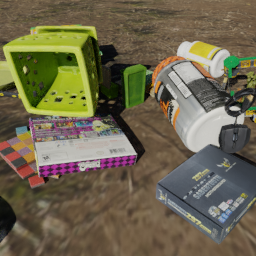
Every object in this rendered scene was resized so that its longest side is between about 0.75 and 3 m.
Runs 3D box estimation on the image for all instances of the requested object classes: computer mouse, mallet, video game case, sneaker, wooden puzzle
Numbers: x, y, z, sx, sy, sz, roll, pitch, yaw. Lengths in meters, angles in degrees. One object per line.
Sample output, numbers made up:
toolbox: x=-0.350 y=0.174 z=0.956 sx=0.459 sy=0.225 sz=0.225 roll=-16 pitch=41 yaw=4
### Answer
computer mouse: x=2.376 y=-0.017 z=6.062 sx=0.712 sy=2.429 sz=0.413 roll=-2 pitch=60 yaw=13
mallet: x=-3.812 y=-1.051 z=10.132 sx=2.250 sy=0.741 sz=0.463 roll=2 pitch=30 yaw=30
video game case: x=-1.301 y=0.335 z=7.629 sx=2.466 sy=0.442 sz=2.235 roll=-5 pitch=33 yaw=-23
sneaker: x=-2.483 y=-1.509 z=10.058 sx=0.995 sy=1.189 sz=2.686 roll=-13 pitch=35 yaw=-16
wooden puzzle: x=-2.561 y=0.582 z=7.800 sx=1.618 sy=0.192 sz=2.728 roll=-29 pitch=43 yaw=-36

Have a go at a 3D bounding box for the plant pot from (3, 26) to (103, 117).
plant pot: x=-1.852 y=-1.748 z=8.016 sx=2.139 sy=2.128 sz=1.941 roll=4 pitch=41 yaw=11

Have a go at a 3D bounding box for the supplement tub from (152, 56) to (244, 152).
supplement tub: x=1.848 y=-0.817 z=8.164 sx=1.749 sy=1.749 sz=2.855 roll=-10 pitch=44 yaw=-14

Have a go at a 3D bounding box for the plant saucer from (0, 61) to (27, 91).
plant saucer: x=-5.573 y=-2.064 z=11.528 sx=2.763 sy=0.429 sz=2.763 roll=0 pitch=33 yaw=0

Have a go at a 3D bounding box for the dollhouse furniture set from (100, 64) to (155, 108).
dollhouse furniture set: x=0.495 y=-2.050 z=10.648 sx=2.731 sy=1.370 sz=1.789 roll=-23 pitch=40 yaw=-30

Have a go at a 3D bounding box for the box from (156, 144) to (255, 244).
box: x=1.941 y=1.332 z=6.369 sx=2.131 sy=0.544 sz=1.681 roll=-27 pitch=41 yaw=-35

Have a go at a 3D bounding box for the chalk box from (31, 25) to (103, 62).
chalk box: x=-2.617 y=-3.393 z=12.266 sx=2.890 sy=1.789 sz=1.798 roll=-10 pitch=36 yaw=-14

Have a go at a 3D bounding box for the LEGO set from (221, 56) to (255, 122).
LEGO set: x=4.051 y=-1.024 z=9.093 sx=2.094 sy=1.578 sz=2.723 roll=-11 pitch=59 yaw=16

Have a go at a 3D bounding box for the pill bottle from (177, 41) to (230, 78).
pill bottle: x=3.267 y=-3.114 z=12.365 sx=1.216 sy=1.216 sz=2.171 roll=-24 pitch=41 yaw=-31

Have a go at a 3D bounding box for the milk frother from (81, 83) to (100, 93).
milk frother: x=-1.584 y=-2.169 z=10.884 sx=1.197 sy=1.326 sz=1.247 roll=22 pitch=39 yaw=32
